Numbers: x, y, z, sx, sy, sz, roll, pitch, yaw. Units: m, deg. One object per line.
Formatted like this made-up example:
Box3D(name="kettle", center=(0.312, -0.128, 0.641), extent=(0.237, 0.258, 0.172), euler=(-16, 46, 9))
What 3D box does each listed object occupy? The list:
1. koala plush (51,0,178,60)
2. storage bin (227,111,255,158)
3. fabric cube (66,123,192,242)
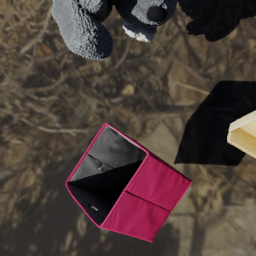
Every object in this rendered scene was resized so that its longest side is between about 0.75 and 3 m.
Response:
Box3D(name="koala plush", center=(-0.010, -3.147, 6.305), extent=(2.964, 2.629, 2.724), euler=(-2, 47, -37))
Box3D(name="storage bin", center=(2.174, 0.126, 4.492), extent=(0.812, 0.817, 0.383), euler=(28, 66, -7))
Box3D(name="fabric cube", center=(0.001, 1.078, 5.564), extent=(1.508, 1.532, 1.537), euler=(32, 88, 48))
